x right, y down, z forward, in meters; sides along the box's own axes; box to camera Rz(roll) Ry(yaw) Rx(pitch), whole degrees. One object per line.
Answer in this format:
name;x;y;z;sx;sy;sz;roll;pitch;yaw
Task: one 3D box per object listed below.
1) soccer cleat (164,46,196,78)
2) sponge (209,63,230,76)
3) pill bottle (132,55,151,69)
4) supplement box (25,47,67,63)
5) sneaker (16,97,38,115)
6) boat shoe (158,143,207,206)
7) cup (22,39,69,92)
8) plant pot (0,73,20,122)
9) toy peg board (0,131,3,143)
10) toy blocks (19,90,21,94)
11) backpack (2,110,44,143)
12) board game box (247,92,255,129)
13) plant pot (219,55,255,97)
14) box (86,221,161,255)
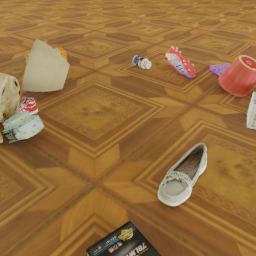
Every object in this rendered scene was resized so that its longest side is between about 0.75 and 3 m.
soccer cleat;2.746;-3.344;14.864;0.794;0.910;2.381;-1;50;-39
sponge;5.240;-2.857;14.487;1.109;0.297;1.989;-11;36;-17
pill bottle;0.773;-3.581;15.305;0.565;0.565;1.018;-28;44;-34
supplement box;-4.538;-3.891;15.627;2.159;0.718;0.743;-21;42;-27
sneaker;-4.238;-0.768;11.089;0.471;0.744;1.323;28;43;34
boat shoe;1.637;1.289;8.104;0.877;0.763;2.379;25;42;31
cup;-3.634;-2.606;12.732;1.675;2.341;2.341;17;32;-15
plant pot;-5.308;-1.182;10.037;2.321;2.535;2.535;10;35;1
toy peg board;-5.126;0.376;9.718;1.262;0.620;1.267;-3;32;-32
toy blocks;-5.129;-1.250;11.943;1.032;0.754;1.509;0;34;-20
backpack;-3.595;-0.070;9.683;1.216;0.932;1.069;-2;28;27
board game box;5.641;-0.511;10.412;2.084;1.093;1.073;12;35;16
plant pot;5.054;-2.398;12.522;1.529;1.353;1.529;11;46;-12
box;-0.070;2.881;6.224;1.285;0.319;1.275;-23;40;-29
